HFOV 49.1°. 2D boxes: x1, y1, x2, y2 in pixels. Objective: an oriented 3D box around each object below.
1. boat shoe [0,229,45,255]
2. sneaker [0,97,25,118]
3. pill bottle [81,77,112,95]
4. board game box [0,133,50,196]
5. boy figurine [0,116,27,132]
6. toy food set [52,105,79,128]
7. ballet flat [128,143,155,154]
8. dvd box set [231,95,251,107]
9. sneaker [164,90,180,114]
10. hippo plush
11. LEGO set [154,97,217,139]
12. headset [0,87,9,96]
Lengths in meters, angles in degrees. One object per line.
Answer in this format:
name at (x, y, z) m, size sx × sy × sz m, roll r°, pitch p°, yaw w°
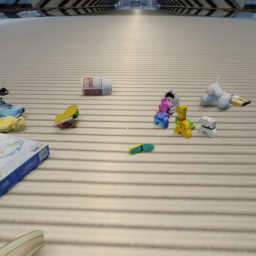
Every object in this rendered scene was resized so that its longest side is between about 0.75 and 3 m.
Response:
boat shoe at (-2.362, 2.752, 4.685) m, size 0.865 × 0.960 × 2.662 m, roll 49°, pitch 34°, yaw 8°
sneaker at (-5.145, -0.833, 11.402) m, size 1.870 × 0.841 × 0.733 m, roll 4°, pitch 29°, yaw 8°
pill bottle at (-1.534, -2.082, 13.797) m, size 1.492 × 0.837 × 0.837 m, roll -2°, pitch 28°, yaw -5°
board game box at (-3.939, 0.975, 8.331) m, size 2.246 × 0.489 × 2.257 m, roll 11°, pitch 30°, yaw 21°
boy figurine at (-4.671, -0.197, 10.540) m, size 1.707 × 0.550 × 1.062 m, roll 5°, pitch 25°, yaw 14°
toy food set at (-2.321, -0.330, 10.910) m, size 0.969 × 0.538 × 1.648 m, roll -22°, pitch 24°, yaw 9°
ballet flat at (0.424, 0.640, 9.225) m, size 0.906 × 0.303 × 0.304 m, roll -11°, pitch 16°, yaw -17°
dvd box set at (5.032, -1.291, 13.013) m, size 0.774 × 0.156 × 1.058 m, roll -19°, pitch 33°, yaw -34°
sneaker at (1.948, -1.351, 12.424) m, size 0.736 × 0.807 × 1.969 m, roll 4°, pitch 28°, yaw 8°
hippo plush at (3.985, -1.326, 12.494) m, size 1.152 × 1.141 × 1.433 m, roll 38°, pitch 46°, yaw 11°
LEGO set at (1.921, -0.483, 10.435) m, size 2.738 × 1.124 × 1.044 m, roll 25°, pitch 37°, yaw 39°
headset at (-6.319, -1.803, 13.963) m, size 0.789 × 0.371 × 0.487 m, roll 29°, pitch 40°, yaw 19°
